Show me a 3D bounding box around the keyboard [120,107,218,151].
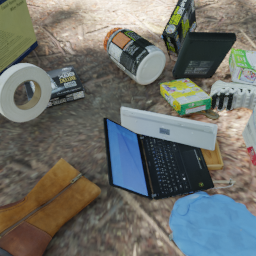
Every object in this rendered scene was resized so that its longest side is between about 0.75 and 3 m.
[{"bbox_3d":[1.034,-0.007,7.841,2.804,0.789,0.149,13,39,24],"label":"keyboard"}]

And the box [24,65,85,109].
[{"bbox_3d":[-2.526,-1.373,9.564,1.804,0.449,1.423,-17,51,-14],"label":"box"}]

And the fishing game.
[{"bbox_3d":[1.925,2.302,6.325,2.060,0.447,2.876,-3,37,-1],"label":"fishing game"}]

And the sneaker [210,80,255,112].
[{"bbox_3d":[3.979,-1.050,9.020,2.652,0.996,1.075,10,41,7],"label":"sneaker"}]

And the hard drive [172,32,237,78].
[{"bbox_3d":[2.411,-2.321,9.199,1.472,2.110,0.347,0,69,-5],"label":"hard drive"}]

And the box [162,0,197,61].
[{"bbox_3d":[1.902,-3.526,10.084,0.447,2.020,1.619,25,86,20],"label":"box"}]

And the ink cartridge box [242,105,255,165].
[{"bbox_3d":[4.023,0.053,7.499,1.201,1.660,1.206,1,49,1],"label":"ink cartridge box"}]

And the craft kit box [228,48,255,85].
[{"bbox_3d":[4.822,-2.028,9.589,2.509,0.616,2.541,15,31,10],"label":"craft kit box"}]

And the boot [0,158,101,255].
[{"bbox_3d":[-2.500,1.636,6.582,2.683,0.976,2.849,28,53,23],"label":"boot"}]

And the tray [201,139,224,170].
[{"bbox_3d":[2.220,0.582,7.968,0.660,0.248,1.337,-2,49,3],"label":"tray"}]

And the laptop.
[{"bbox_3d":[0.740,0.598,7.264,2.426,1.253,2.150,-12,49,4],"label":"laptop"}]

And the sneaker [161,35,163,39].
[{"bbox_3d":[2.069,-3.766,11.669,1.494,0.619,0.530,13,74,28],"label":"sneaker"}]

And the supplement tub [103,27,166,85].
[{"bbox_3d":[0.161,-2.670,10.097,1.381,1.381,2.254,-28,54,-22],"label":"supplement tub"}]

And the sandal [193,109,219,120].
[{"bbox_3d":[2.430,-0.606,9.002,1.076,0.291,0.432,25,53,21],"label":"sandal"}]

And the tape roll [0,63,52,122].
[{"bbox_3d":[-2.919,-0.982,7.933,0.311,1.700,1.700,28,54,30],"label":"tape roll"}]

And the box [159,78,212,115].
[{"bbox_3d":[1.780,-1.101,9.137,1.077,0.444,1.836,-12,36,-10],"label":"box"}]

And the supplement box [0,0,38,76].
[{"bbox_3d":[-4.965,-3.660,10.184,1.711,2.545,2.548,16,51,14],"label":"supplement box"}]
